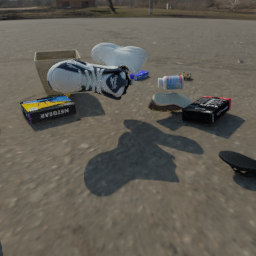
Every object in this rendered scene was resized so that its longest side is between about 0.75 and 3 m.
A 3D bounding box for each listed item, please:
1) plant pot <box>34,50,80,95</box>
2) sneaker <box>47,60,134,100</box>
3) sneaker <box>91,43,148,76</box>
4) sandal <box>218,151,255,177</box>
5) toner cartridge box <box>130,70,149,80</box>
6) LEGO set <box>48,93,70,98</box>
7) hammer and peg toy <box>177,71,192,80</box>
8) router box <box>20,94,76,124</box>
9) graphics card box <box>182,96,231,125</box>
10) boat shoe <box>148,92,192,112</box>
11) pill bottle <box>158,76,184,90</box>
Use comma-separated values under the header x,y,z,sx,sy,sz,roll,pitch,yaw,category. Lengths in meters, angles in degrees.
x,y,z,sx,sy,sz,roll,pitch,yaw,category
-3.078,-2.463,12.541,1.863,1.649,1.861,-8,28,-13,plant pot
-0.916,-1.453,8.483,1.731,1.062,2.661,12,6,42,sneaker
-0.538,-2.426,10.314,2.493,0.938,1.103,13,74,37,sneaker
3.057,1.037,7.042,1.652,0.395,0.621,20,30,11,sandal
0.609,-2.793,14.782,0.503,0.228,1.058,21,33,33,toner cartridge box
-2.764,-1.350,11.687,1.230,0.566,0.458,-34,16,-5,LEGO set
2.908,-2.682,14.509,0.591,0.283,0.804,22,34,34,hammer and peg toy
-2.976,-0.755,10.458,1.714,0.438,1.278,-17,31,-30,router box
2.872,-0.683,10.171,1.134,0.460,1.807,11,26,37,graphics card box
1.590,-0.919,10.502,1.889,0.562,0.679,-3,58,-36,boat shoe
1.609,-1.703,10.543,0.935,0.508,0.508,-2,26,4,pill bottle
